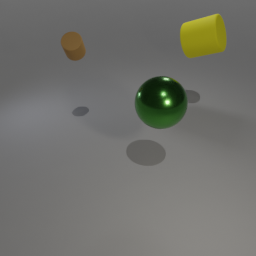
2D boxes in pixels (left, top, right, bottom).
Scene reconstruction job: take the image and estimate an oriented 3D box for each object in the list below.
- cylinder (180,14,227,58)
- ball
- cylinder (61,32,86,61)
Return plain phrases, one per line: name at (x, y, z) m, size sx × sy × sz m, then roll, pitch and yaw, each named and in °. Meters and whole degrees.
cylinder at (2.951, -3.555, 10.944) m, size 1.400 × 1.400 × 1.400 m, roll -3°, pitch 25°, yaw 35°
ball at (0.873, -0.669, 7.426) m, size 1.400 × 1.400 × 1.400 m, roll 0°, pitch 31°, yaw 0°
cylinder at (-1.810, -2.713, 9.321) m, size 0.700 × 0.700 × 0.700 m, roll -1°, pitch 75°, yaw 2°
